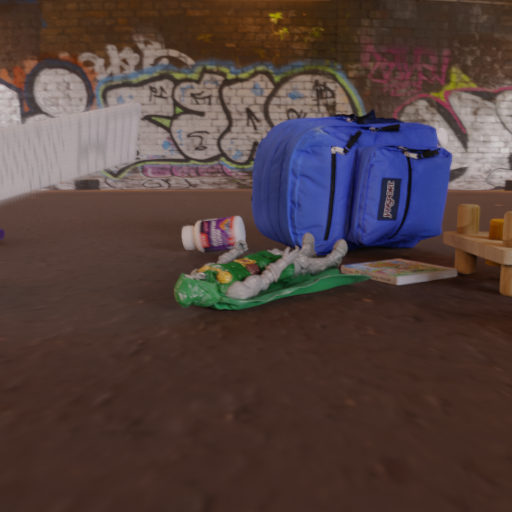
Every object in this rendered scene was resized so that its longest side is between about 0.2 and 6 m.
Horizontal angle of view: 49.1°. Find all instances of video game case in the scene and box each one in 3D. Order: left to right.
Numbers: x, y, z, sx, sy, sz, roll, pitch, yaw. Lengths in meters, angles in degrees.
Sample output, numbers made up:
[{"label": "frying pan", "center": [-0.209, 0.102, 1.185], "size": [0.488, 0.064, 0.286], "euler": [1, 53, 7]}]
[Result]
[{"label": "video game case", "center": [1.996, 0.209, 7.878], "size": [1.196, 0.132, 1.089], "euler": [-6, 10, -33]}]

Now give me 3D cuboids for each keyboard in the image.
[{"label": "keyboard", "center": [-2.543, -1.181, 6.614], "size": [0.160, 0.844, 2.997], "euler": [28, 36, 28]}]

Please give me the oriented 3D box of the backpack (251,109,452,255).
[{"label": "backpack", "center": [1.643, -1.319, 9.984], "size": [3.150, 2.560, 2.643], "euler": [-3, 11, -24]}]

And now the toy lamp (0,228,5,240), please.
[{"label": "toy lamp", "center": [-5.862, -0.454, 11.638], "size": [1.282, 0.373, 0.373], "euler": [-1, 8, 10]}]

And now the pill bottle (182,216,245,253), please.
[{"label": "pill bottle", "center": [-0.754, -0.364, 9.888], "size": [1.034, 0.576, 0.576], "euler": [-6, 7, 11]}]

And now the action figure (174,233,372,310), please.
[{"label": "action figure", "center": [0.067, 0.182, 6.479], "size": [1.504, 0.696, 2.545], "euler": [11, 17, 39]}]

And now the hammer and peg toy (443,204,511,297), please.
[{"label": "hammer and peg toy", "center": [4.164, -0.142, 7.184], "size": [2.901, 1.023, 2.134], "euler": [0, 8, 0]}]

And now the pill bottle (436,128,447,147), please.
[{"label": "pill bottle", "center": [3.275, -2.216, 10.890], "size": [0.456, 0.456, 0.812], "euler": [-7, -1, -38]}]
